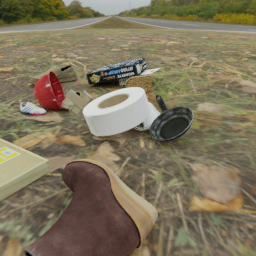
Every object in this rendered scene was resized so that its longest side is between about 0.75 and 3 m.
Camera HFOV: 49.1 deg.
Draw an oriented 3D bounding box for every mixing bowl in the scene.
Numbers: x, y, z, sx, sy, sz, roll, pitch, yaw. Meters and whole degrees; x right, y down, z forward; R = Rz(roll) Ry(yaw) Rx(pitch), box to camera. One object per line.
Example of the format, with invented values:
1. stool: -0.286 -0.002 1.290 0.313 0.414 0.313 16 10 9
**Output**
1. mixing bowl: -3.411 -1.490 11.994 0.914 1.688 1.688 -17 24 5

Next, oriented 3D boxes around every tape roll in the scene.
1. tape roll: -0.407 -0.623 9.974 2.335 0.817 2.335 -16 24 7

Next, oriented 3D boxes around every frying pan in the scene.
1. frying pan: 1.240 -0.280 9.766 1.562 0.420 2.582 -41 31 -8

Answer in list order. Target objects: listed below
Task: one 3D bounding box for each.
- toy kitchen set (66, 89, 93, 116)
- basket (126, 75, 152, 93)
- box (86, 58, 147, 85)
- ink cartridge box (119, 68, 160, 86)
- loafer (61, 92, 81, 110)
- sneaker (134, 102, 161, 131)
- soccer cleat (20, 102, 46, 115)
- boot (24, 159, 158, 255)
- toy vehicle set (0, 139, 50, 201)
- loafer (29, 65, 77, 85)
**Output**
1. toy kitchen set: -1.486 -0.920 8.413 0.620 0.760 0.686 39 22 -11
2. basket: 0.514 -2.306 14.302 1.261 0.939 0.900 -12 27 -23
3. box: -0.585 -3.170 15.599 2.874 0.661 2.285 -8 19 19
4. ink cartridge box: 0.682 -2.873 15.664 1.965 0.561 1.597 2 22 25
5. loafer: -2.501 -1.247 12.392 0.565 0.510 1.494 16 26 7
6. sneaker: 0.504 -0.483 10.606 1.092 0.696 1.890 -8 27 -24
7. soccer cleat: -3.954 -0.817 11.580 1.132 0.489 0.395 6 25 11
8. boot: -1.031 1.666 5.512 2.762 0.999 2.298 23 31 34
9. toy vehicle set: -3.729 0.996 7.747 2.757 0.365 1.713 17 29 32
10. loafer: -4.246 -3.030 15.868 2.786 0.939 1.059 -18 30 -34
